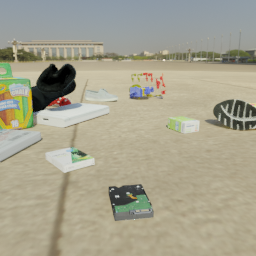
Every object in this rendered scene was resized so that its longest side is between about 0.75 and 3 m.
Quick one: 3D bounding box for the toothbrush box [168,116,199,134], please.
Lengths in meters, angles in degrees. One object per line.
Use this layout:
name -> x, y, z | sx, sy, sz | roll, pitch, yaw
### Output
toothbrush box -> 1.946, -0.124, 9.873 | 0.672, 0.397, 0.922 | -8, 16, -31

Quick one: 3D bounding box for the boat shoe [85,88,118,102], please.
boat shoe -> -1.552, -1.920, 16.139 | 2.019, 0.719, 0.704 | 4, 15, 15

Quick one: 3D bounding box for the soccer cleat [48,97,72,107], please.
soccer cleat -> -3.478, -1.351, 14.294 | 1.720, 0.590, 0.733 | 3, 17, 29

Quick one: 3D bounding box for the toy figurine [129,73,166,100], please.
toy figurine -> 0.613, -2.457, 16.875 | 1.767, 1.555, 2.949 | -20, 23, -40

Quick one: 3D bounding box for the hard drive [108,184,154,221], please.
hard drive -> 0.025, 1.281, 4.905 | 0.657, 0.178, 0.941 | -3, 14, -10

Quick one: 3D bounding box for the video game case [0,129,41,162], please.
video game case -> -4.292, 0.525, 7.539 | 2.677, 0.324, 2.941 | 4, 16, 13

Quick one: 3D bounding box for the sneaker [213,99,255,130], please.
sneaker -> 4.494, -0.431, 10.185 | 2.722, 1.064, 1.229 | 10, 8, 16

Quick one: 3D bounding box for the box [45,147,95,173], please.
box -> -1.442, 0.754, 6.888 | 0.800, 0.201, 1.108 | -12, 20, -37

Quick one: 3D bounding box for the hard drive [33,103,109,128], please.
hard drive -> -2.387, -0.607, 11.754 | 1.939, 0.392, 2.939 | 8, 16, 28

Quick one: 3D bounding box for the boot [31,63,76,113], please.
boot -> -3.358, -1.484, 10.993 | 2.905, 1.110, 2.441 | -27, 1, -8

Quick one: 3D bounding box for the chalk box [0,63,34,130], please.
chalk box -> -4.385, -1.138, 9.988 | 1.431, 2.292, 1.421 | -14, 20, -43
